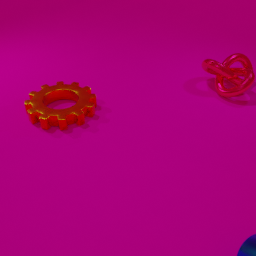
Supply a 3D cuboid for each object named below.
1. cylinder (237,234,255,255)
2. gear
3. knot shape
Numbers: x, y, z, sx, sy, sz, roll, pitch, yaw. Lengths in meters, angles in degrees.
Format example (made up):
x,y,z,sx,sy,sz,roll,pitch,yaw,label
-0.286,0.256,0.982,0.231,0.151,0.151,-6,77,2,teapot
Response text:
x,y,z,sx,sy,sz,roll,pitch,yaw,label
2.212,2.098,3.966,0.950,0.950,0.950,-16,2,-19,cylinder
-1.955,-0.714,8.257,2.013,0.372,2.013,1,39,-1,gear
3.243,-1.825,9.194,1.738,0.858,1.857,25,47,16,knot shape
